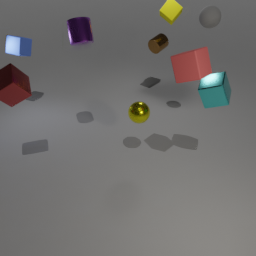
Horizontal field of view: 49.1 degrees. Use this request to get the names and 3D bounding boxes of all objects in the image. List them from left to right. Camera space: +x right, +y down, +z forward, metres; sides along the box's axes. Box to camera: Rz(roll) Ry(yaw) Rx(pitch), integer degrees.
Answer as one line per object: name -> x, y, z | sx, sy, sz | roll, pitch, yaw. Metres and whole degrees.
cube -> -3.058, -1.107, 7.321 | 0.700, 0.700, 0.700 | -27, 60, 13
cube -> -4.387, -3.303, 11.272 | 0.700, 0.700, 0.700 | 15, 17, 17
cylinder -> -1.407, -2.846, 8.286 | 0.700, 0.700, 0.700 | -8, 11, 2
ball -> 0.351, -0.491, 8.865 | 0.700, 0.700, 0.700 | 0, 31, 0
cylinder -> 1.400, -3.895, 12.920 | 0.700, 0.700, 0.700 | 27, 55, 36
cube -> 1.831, -4.969, 11.950 | 0.700, 0.700, 0.700 | 40, 9, 1
cube -> 1.600, -1.582, 7.051 | 0.700, 0.700, 0.700 | -3, 18, 42
ball -> 2.681, -3.627, 9.149 | 0.700, 0.700, 0.700 | 0, 31, 0
cube -> 2.474, -1.073, 7.966 | 0.700, 0.700, 0.700 | -7, 39, 33
